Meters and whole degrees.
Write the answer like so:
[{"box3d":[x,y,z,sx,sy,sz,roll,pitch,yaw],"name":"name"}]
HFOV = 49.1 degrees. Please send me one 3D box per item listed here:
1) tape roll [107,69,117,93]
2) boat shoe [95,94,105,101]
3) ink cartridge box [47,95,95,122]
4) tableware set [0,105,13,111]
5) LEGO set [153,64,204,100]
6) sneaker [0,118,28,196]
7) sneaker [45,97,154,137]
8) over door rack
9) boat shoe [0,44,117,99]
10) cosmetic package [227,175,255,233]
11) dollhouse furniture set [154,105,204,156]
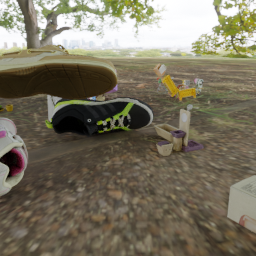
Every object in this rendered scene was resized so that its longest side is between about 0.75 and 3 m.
[{"box3d":[-1.926,-2.018,12.239,2.878,0.944,2.878,-4,2,0],"name":"tape roll"},{"box3d":[-1.616,-1.355,11.758,0.675,0.673,1.870,11,20,31],"name":"boat shoe"},{"box3d":[-1.855,-1.192,9.584,0.967,1.651,2.284,3,18,9],"name":"ink cartridge box"},{"box3d":[-5.075,-0.637,10.170,1.702,0.261,1.147,-15,23,-41],"name":"tableware set"},{"box3d":[2.066,-1.954,12.727,2.742,1.261,1.021,13,4,-26],"name":"LEGO set"},{"box3d":[-2.415,0.561,5.229,1.159,1.069,2.627,-1,26,-7],"name":"sneaker"},{"box3d":[-0.777,-0.125,7.874,2.976,1.067,1.233,1,42,6],"name":"sneaker"},{"box3d":[2.248,-1.997,13.341,1.605,0.535,1.186,-1,-9,-1],"name":"over door rack"},{"box3d":[-1.656,-1.287,5.966,2.995,1.108,0.994,2,57,10],"name":"boat shoe"},{"box3d":[2.101,1.195,3.800,0.664,0.561,1.285,-12,21,-32],"name":"cosmetic package"},{"box3d":[1.000,-0.134,7.146,1.223,1.096,1.544,-8,19,-25],"name":"dollhouse furniture set"}]
